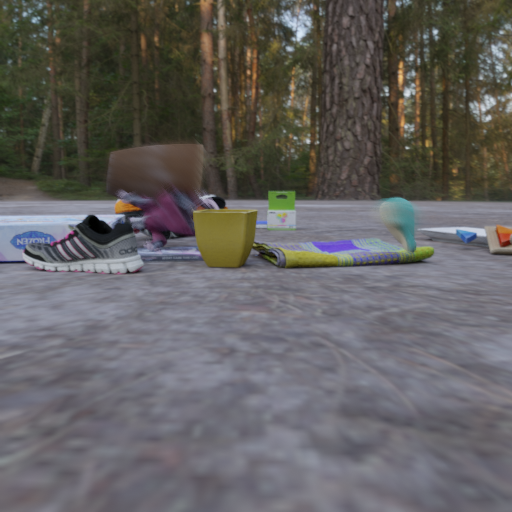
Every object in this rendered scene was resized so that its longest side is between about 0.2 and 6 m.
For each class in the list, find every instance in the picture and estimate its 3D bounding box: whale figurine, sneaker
[{"bbox_3d":[1.944,-0.426,7.382,0.395,0.761,0.605,-32,-21,23],"label":"whale figurine"},{"bbox_3d":[-2.200,-0.168,7.096,1.635,0.715,0.603,2,7,17],"label":"sneaker"},{"bbox_3d":[-1.965,-0.826,12.096,1.298,1.069,2.823,-4,-5,41],"label":"sneaker"}]

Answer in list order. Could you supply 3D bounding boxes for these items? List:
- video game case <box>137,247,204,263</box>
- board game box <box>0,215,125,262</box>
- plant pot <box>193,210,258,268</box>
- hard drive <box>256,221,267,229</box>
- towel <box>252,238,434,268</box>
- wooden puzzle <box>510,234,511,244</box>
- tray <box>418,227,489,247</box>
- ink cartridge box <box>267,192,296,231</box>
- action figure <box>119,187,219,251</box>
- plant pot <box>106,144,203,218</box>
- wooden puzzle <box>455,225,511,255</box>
[{"bbox_3d":[-1.197,-0.028,8.430,1.413,0.134,1.009,-1,7,-13],"label":"video game case"},{"bbox_3d":[-3.562,-0.323,8.980,2.718,0.559,2.711,-1,7,-8],"label":"board game box"},{"bbox_3d":[-0.391,-0.232,7.478,0.738,0.755,0.734,0,7,10],"label":"plant pot"},{"bbox_3d":[-0.096,-0.822,14.811,1.245,0.158,0.821,-1,7,-8],"label":"hard drive"},{"bbox_3d":[1.178,-0.071,8.198,2.329,0.265,1.672,-2,6,-13],"label":"towel"},{"bbox_3d":[4.533,0.003,7.144,1.851,0.428,1.714,2,6,-21],"label":"wooden puzzle"},{"bbox_3d":[4.214,-0.347,10.563,1.181,0.244,2.199,-4,8,-24],"label":"tray"},{"bbox_3d":[0.634,-1.120,13.939,0.710,0.960,0.364,0,7,1],"label":"ink cartridge box"},{"bbox_3d":[-1.383,-0.630,8.476,1.391,0.932,1.036,-10,8,42],"label":"action figure"},{"bbox_3d":[-1.676,-1.263,9.138,1.428,1.335,1.335,7,5,-13],"label":"plant pot"},{"bbox_3d":[4.382,-0.282,9.060,2.010,0.235,1.356,0,20,9],"label":"wooden puzzle"}]
